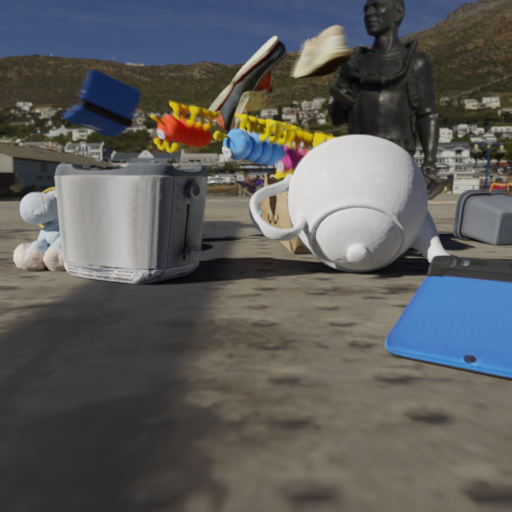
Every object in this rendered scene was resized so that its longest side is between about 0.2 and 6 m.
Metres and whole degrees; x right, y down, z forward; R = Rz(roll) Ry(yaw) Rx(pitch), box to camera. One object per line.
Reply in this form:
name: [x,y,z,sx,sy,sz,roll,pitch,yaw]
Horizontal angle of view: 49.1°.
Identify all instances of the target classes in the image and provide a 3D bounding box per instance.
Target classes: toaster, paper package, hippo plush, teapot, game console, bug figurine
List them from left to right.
hippo plush: [-2.988,-0.428,8.645,1.187,1.198,1.491,5,9,37]
game console: [-3.219,-3.155,11.734,1.042,0.722,1.221,-19,-25,40]
toaster: [-1.795,-0.495,7.707,2.413,1.559,1.371,5,8,28]
bug figurine: [-0.163,-1.928,9.679,2.682,0.890,3.458,5,14,-35]
paper package: [1.515,-0.912,11.225,2.364,1.223,2.254,-2,19,-14]
teapot: [1.368,-0.529,7.913,2.180,2.152,1.592,-22,37,30]
game console: [2.195,0.641,4.306,1.836,1.086,1.567,6,-22,39]

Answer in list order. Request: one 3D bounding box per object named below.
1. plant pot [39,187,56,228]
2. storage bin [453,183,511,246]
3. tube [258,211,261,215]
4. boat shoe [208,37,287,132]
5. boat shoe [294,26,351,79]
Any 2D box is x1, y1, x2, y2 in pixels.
plant pot: [-5.156,-1.149,15.055,1.178,1.178,1.109,1,-7,10]
storage bin: [5.520,-0.842,12.178,1.880,1.368,1.263,-2,18,-14]
tube: [0.516,-0.896,15.653,0.762,0.496,1.968,-17,18,-22]
boat shoe: [-0.082,-3.296,11.167,0.984,0.865,2.764,-52,11,-30]
boat shoe: [1.445,-4.558,12.691,0.827,0.745,2.293,-12,7,-13]
